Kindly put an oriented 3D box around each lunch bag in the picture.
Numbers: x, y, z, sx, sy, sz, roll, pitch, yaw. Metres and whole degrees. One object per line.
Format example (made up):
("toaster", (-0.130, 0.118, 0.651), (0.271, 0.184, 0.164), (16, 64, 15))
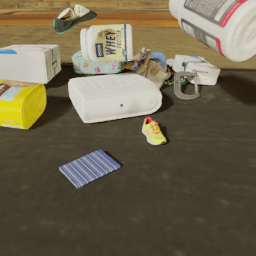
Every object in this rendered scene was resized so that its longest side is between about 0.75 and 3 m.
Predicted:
("lunch bag", (-1.128, -3.007, 12.282), (2.299, 0.886, 1.844), (2, 28, 13))

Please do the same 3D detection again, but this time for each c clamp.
("c clamp", (2.188, -1.541, 9.691), (1.227, 0.195, 1.436), (10, 60, 2))

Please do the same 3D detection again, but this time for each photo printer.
("photo printer", (-0.370, -1.018, 8.536), (2.542, 0.883, 2.115), (-10, 28, -20))

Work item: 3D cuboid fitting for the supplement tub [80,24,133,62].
("supplement tub", (-0.579, -2.411, 8.012), (1.412, 1.024, 1.024), (-2, 27, 1))

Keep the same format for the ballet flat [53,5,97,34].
("ballet flat", (-1.193, -2.573, 6.457), (0.418, 0.421, 1.230), (24, 49, 34))

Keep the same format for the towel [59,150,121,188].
("towel", (-0.785, 0.832, 5.847), (1.078, 0.129, 0.780), (-22, 37, -33))

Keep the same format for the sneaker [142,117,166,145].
("sneaker", (0.623, 0.063, 6.929), (0.394, 0.456, 1.009), (-10, 31, -22))

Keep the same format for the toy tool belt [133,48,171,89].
("toy tool belt", (0.921, -2.441, 10.669), (1.477, 1.453, 2.365), (4, 28, 9))

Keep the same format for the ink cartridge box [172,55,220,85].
("ink cartridge box", (2.638, -2.296, 10.966), (1.128, 0.657, 1.561), (-2, 31, -25))

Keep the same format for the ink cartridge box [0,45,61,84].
("ink cartridge box", (-3.902, -2.579, 10.987), (2.019, 1.166, 2.766), (-1, 22, -3))

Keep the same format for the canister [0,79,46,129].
("canister", (-3.709, -0.761, 7.770), (2.395, 1.037, 1.779), (7, 28, 2))

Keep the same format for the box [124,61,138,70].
("box", (0.099, -2.930, 12.962), (1.134, 0.235, 0.675), (17, 32, 33))

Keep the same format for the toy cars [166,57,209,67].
("toy cars", (2.633, -2.957, 12.698), (2.323, 0.514, 1.041), (0, 27, 1))

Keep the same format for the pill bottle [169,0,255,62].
("pill bottle", (1.828, -2.390, 5.924), (1.203, 1.203, 2.173), (-14, 43, -25))

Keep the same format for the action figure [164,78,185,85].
("action figure", (1.772, -1.782, 10.782), (0.807, 0.221, 0.477), (-11, 32, -13))

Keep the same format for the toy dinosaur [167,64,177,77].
("toy dinosaur", (1.728, -2.452, 11.720), (1.050, 0.404, 0.537), (27, 32, 0))
